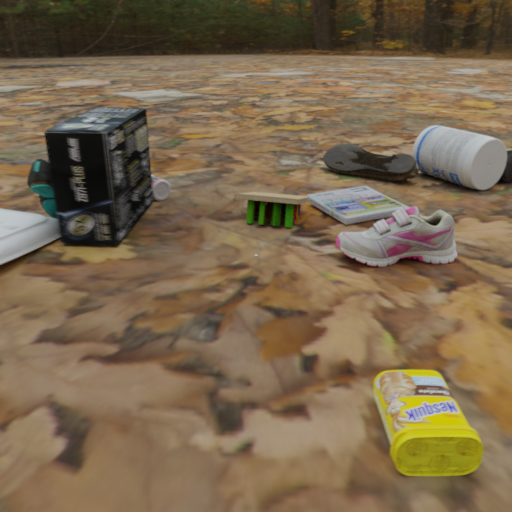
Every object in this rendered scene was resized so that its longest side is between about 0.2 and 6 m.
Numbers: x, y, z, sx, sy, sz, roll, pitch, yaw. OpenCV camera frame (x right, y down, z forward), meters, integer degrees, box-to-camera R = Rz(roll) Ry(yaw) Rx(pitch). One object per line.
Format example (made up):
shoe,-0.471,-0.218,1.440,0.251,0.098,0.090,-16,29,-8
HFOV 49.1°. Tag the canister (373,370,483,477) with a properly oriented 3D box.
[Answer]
canister,1.445,1.416,4.893,0.710,0.414,0.956,-1,23,-1

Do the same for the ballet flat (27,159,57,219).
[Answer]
ballet flat,-3.389,-1.137,9.373,0.566,0.569,1.665,-6,-15,-10

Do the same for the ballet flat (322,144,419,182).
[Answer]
ballet flat,2.551,-2.037,12.595,2.350,0.545,0.792,15,71,38

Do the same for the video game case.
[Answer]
video game case,1.880,-0.967,10.494,1.426,0.157,1.298,-11,29,-26

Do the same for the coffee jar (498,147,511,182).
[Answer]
coffee jar,5.234,-2.141,12.554,0.845,0.691,1.620,-11,25,-25

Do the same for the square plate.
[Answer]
square plate,-4.398,-0.393,8.851,2.179,0.313,2.199,8,20,14

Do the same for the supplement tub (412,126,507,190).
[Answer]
supplement tub,4.319,-2.133,12.034,1.119,1.119,1.697,-12,26,-25

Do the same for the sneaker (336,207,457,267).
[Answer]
sneaker,2.105,-0.351,8.358,1.847,0.815,0.751,-3,24,-7

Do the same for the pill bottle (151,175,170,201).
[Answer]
pill bottle,-2.073,-1.382,11.170,0.429,0.429,0.740,-19,30,-36

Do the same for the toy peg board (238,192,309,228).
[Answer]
toy peg board,0.317,-0.832,10.014,1.063,0.520,1.059,7,9,14

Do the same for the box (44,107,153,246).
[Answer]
box,-2.550,-1.420,9.494,0.971,1.847,2.255,2,25,4
